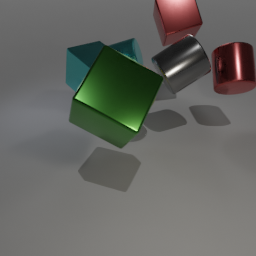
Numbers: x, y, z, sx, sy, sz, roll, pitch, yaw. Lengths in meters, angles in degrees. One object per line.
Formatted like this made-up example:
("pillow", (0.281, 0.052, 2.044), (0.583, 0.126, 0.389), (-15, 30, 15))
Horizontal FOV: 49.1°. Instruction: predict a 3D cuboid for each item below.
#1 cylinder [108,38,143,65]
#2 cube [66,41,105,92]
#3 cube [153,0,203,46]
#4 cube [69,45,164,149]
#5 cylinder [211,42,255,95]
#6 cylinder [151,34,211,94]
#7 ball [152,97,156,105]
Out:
("cylinder", (-0.196, -2.978, 12.019), (1.400, 1.400, 1.400), (-12, 26, 16))
("cube", (-1.160, -1.941, 9.605), (1.400, 1.400, 1.400), (-26, 55, -36))
("cube", (1.843, -4.160, 10.670), (1.400, 1.400, 1.400), (-17, -1, 2))
("cube", (-0.305, -0.593, 6.035), (1.400, 1.400, 1.400), (28, 69, -5))
("cylinder", (3.661, -2.027, 9.737), (1.400, 1.400, 1.400), (0, -12, 0))
("cylinder", (1.692, -2.026, 9.001), (1.400, 1.400, 1.400), (-32, 31, 6))
("ball", (0.205, -1.133, 8.846), (1.400, 1.400, 1.400), (0, 30, 0))
